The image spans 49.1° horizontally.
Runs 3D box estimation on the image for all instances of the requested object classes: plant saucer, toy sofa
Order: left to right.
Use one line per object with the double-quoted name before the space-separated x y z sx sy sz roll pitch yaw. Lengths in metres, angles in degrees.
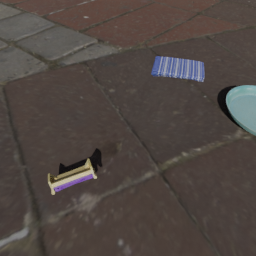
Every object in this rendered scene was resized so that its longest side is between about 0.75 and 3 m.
"toy sofa" -1.355 1.259 6.917 1.141 0.557 0.473 -19 22 -9
"plant saucer" 4.398 -0.463 9.011 2.612 0.358 2.612 4 44 -4

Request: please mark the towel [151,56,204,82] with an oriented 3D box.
"towel" 2.055 -2.432 11.450 2.072 0.247 1.500 9 41 6
